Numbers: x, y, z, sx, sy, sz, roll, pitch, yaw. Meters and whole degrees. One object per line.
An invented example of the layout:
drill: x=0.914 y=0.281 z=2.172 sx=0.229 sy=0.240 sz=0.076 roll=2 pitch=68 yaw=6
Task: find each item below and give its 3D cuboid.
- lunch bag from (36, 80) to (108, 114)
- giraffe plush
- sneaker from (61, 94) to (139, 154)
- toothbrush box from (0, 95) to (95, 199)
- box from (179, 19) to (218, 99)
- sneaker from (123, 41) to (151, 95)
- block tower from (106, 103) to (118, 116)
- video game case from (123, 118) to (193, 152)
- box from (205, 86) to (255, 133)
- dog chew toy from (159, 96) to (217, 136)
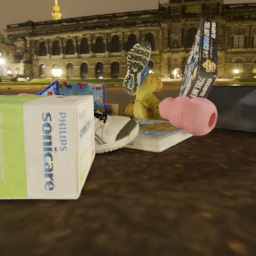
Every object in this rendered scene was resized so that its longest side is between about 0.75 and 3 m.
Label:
lunch bag: x=-2.575 y=-0.971 z=11.638 sx=2.185 sy=1.365 sz=2.903 roll=-3 pitch=-3 yaw=-40
giraffe plush: x=0.660 y=-1.228 z=10.573 sx=1.963 sy=1.845 sz=2.275 roll=7 pitch=13 yaw=33
sneaker: x=-1.075 y=-0.145 z=5.874 sx=2.596 sy=1.138 sz=0.982 roll=-3 pitch=23 yaw=1
toothbrush box: x=-2.087 y=0.124 z=4.353 sx=2.953 sy=1.271 sz=2.150 roll=-1 pitch=9 yaw=-2
box: x=2.059 y=-1.591 z=8.463 sx=0.580 sy=2.335 sz=2.318 roll=12 pitch=55 yaw=1
sneaker: x=0.354 y=-2.036 z=9.318 sx=0.711 sy=1.809 sz=0.807 roll=28 pitch=34 yaw=12
block tower: x=-1.208 y=-0.844 z=12.444 sx=1.871 sy=0.541 sz=0.505 roll=11 pitch=14 yaw=40
video game case: x=0.320 y=0.074 z=7.578 sx=2.494 sy=0.302 sz=2.740 roll=6 pitch=11 yaw=31
box: x=3.987 y=-0.673 z=8.873 sx=2.564 sy=1.335 sz=2.334 roll=8 pitch=11 yaw=41
dog chew toy: x=1.434 y=-0.381 z=7.072 sx=1.506 sy=0.938 sz=0.938 roll=20 pitch=20 yaw=36
